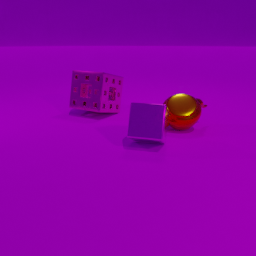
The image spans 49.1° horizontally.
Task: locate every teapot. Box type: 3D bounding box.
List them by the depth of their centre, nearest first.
[{"bbox_3d":[1.348,-0.367,6.868,1.533,0.751,0.953,-28,55,-12],"label":"teapot"}]

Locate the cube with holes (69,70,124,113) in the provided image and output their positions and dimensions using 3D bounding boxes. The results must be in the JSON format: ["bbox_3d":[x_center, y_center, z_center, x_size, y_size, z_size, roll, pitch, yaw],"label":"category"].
[{"bbox_3d":[-0.907,-1.044,8.167,1.070,1.070,1.070,10,7,28],"label":"cube with holes"}]

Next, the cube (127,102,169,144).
[{"bbox_3d":[0.425,-0.084,5.748,0.708,0.708,0.708,5,-8,13],"label":"cube"}]
